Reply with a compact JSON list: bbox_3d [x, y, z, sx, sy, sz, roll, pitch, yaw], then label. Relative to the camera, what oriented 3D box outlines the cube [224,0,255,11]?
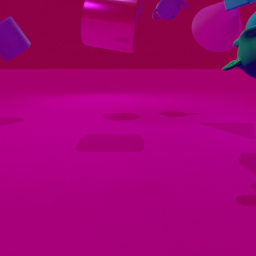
[{"bbox_3d":[2.512,-3.043,5.550,1.000,1.000,1.000,-19,16,0],"label":"cube"}]

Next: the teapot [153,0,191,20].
[{"bbox_3d":[1.607,-4.468,10.501,1.548,0.758,0.963,-25,0,-5],"label":"teapot"}]

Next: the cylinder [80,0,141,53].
[{"bbox_3d":[-0.394,-2.555,6.821,1.241,1.241,1.241,10,14,3],"label":"cylinder"}]

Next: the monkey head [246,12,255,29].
[{"bbox_3d":[3.561,-2.458,6.831,1.126,1.869,1.344,23,1,-5],"label":"monkey head"}]

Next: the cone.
[{"bbox_3d":[2.774,-3.225,7.978,1.560,1.560,1.566,0,-9,0],"label":"cone"}]

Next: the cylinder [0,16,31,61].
[{"bbox_3d":[-3.790,-2.806,8.834,0.999,0.999,0.999,-23,33,16],"label":"cylinder"}]

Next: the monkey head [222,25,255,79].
[{"bbox_3d":[1.911,-1.077,4.118,1.251,0.754,0.900,-2,5,-11],"label":"monkey head"}]
